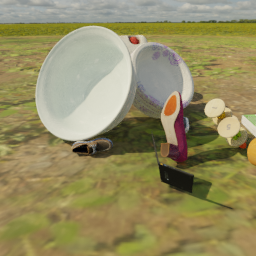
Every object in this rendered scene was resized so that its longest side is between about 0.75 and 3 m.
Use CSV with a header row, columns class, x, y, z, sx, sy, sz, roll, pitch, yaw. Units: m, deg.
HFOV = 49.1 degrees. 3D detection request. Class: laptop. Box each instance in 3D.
class,x,y,z,sx,sy,sz,roll,pitch,yaw
laptop,0.771,0.613,4.921,0.931,0.871,0.539,18,65,20

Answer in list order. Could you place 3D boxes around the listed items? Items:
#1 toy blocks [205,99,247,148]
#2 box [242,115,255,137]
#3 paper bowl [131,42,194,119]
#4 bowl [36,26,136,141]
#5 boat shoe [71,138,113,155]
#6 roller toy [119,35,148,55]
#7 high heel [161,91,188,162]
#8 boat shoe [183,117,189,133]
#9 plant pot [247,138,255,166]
class,x,y,z,sx,sy,sz,roll,pitch,yaw
toy blocks,2.547,0.030,6.848,1.402,0.509,1.169,33,27,-43
box,4.167,-0.068,7.747,1.642,0.298,1.185,0,22,2
paper bowl,0.833,-1.405,8.833,2.318,2.318,1.205,-16,-11,-33
bowl,-0.903,-1.008,7.367,2.935,2.935,1.319,14,-4,30
boat shoe,-0.824,0.466,6.392,0.952,0.344,0.344,-9,17,9
roller toy,-0.065,-2.427,10.475,1.544,2.209,2.015,-4,-11,-5
high heel,1.086,-0.018,6.104,0.713,1.482,0.500,16,-8,-40
boat shoe,1.475,-0.122,7.764,0.298,0.315,0.879,27,24,-5
plant pot,2.851,0.514,5.436,0.909,0.909,0.832,-13,11,-29
